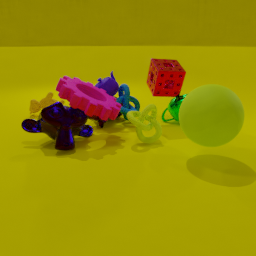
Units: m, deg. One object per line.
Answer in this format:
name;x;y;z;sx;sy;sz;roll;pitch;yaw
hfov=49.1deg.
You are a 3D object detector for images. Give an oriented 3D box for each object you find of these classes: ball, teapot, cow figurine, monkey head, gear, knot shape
ball;1.841;-0.270;6.240;1.395;1.395;1.395;0;18;0
teapot;1.971;-0.602;9.091;1.902;0.931;1.183;-16;-7;23
cow figurine;-0.701;-0.620;9.302;1.690;0.928;1.663;3;19;-35
monkey head;-1.737;0.046;7.357;1.967;1.415;1.185;6;-25;-24
teapot;-0.714;-1.315;8.917;0.844;0.665;1.358;-11;33;43
gear;-1.041;-0.822;7.559;1.767;0.327;1.767;26;19;-10
knot shape;0.411;-0.173;7.430;0.991;1.059;0.489;17;-23;-28
cow figurine;-2.995;-0.787;10.217;1.105;1.088;0.607;35;-9;-17
knot shape;0.011;-0.731;9.107;0.568;1.150;1.229;-19;51;19

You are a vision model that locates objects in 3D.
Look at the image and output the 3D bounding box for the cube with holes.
cube with holes;1.155;-1.563;8.713;0.865;0.865;0.865;0;38;-14
